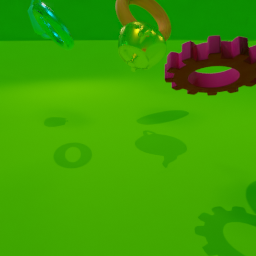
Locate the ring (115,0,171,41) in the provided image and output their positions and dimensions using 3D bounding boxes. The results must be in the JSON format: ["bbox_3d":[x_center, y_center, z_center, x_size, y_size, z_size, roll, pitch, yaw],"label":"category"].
[{"bbox_3d":[0.536,-3.616,9.152,2.083,2.083,0.417,-16,-16,-38],"label":"ring"}]

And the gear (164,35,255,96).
[{"bbox_3d":[1.169,-0.796,3.853,1.301,0.241,1.301,3,-15,1],"label":"gear"}]

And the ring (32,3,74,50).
[{"bbox_3d":[-1.709,-2.305,6.436,0.244,1.221,1.221,-46,34,-10],"label":"ring"}]

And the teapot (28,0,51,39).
[{"bbox_3d":[-2.655,-3.324,8.684,0.688,1.405,0.874,-19,16,-12],"label":"teapot"}]

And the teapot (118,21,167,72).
[{"bbox_3d":[0.287,-1.947,6.814,1.237,0.974,1.989,27,-17,3],"label":"teapot"}]
